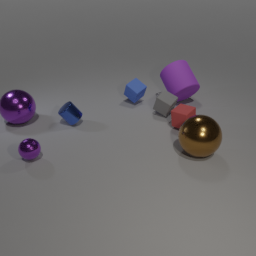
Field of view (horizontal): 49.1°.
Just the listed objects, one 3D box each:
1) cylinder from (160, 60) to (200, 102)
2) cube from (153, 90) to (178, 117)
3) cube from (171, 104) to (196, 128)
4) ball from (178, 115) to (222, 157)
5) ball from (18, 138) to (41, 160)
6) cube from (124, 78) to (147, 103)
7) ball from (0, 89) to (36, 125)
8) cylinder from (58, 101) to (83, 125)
[{"bbox_3d":[2.378,-2.161,12.921,1.400,1.400,1.400,-14,70,-24],"label":"cylinder"},{"bbox_3d":[1.584,-1.045,11.857,0.700,0.700,0.700,33,50,15],"label":"cube"},{"bbox_3d":[2.155,-0.432,10.852,0.700,0.700,0.700,19,41,37],"label":"cube"},{"bbox_3d":[2.359,0.261,9.187,1.400,1.400,1.400,0,29,0],"label":"ball"},{"bbox_3d":[-3.184,0.679,9.062,0.700,0.700,0.700,0,29,0],"label":"ball"},{"bbox_3d":[0.330,-1.729,12.905,0.700,0.700,0.700,41,59,15],"label":"cube"},{"bbox_3d":[-4.420,-0.840,11.221,1.400,1.400,1.400,0,29,0],"label":"ball"},{"bbox_3d":[-2.298,-0.586,11.178,0.700,0.700,0.700,-31,30,21],"label":"cylinder"}]
